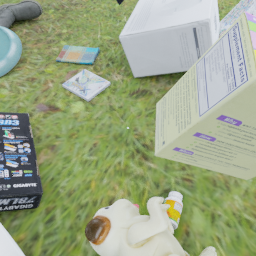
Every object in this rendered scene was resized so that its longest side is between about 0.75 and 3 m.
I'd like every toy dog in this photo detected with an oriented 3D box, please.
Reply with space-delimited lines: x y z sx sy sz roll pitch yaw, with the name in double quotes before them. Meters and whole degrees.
"toy dog" 0.253 2.294 5.286 2.200 1.535 2.133 34 92 25

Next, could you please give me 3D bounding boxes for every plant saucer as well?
"plant saucer" -5.123 -2.779 9.966 2.568 0.352 2.568 0 63 1

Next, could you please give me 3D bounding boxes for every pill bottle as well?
"pill bottle" -3.071 2.904 4.407 1.659 1.659 2.956 36 57 28
"pill bottle" 0.974 1.810 6.223 0.422 0.422 0.761 15 49 13

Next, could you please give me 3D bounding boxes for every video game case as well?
"video game case" -1.389 -1.455 9.372 1.203 0.132 1.096 30 54 25
"video game case" 3.586 -3.375 9.554 0.312 2.633 2.396 32 44 -16

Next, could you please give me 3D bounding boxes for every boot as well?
"boot" -4.922 -4.383 11.516 2.235 0.892 2.458 -4 39 16

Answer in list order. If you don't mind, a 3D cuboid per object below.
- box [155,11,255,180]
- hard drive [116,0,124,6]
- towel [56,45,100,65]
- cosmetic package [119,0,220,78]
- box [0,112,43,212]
"box" 1.756 -0.218 4.176 1.939 2.204 1.066 16 59 -18
"hard drive" 0.234 -4.378 7.855 0.373 1.189 1.763 34 62 -18
"towel" -1.865 -2.767 10.547 1.443 0.157 1.059 7 47 6
"cosmetic package" 1.545 -3.294 9.499 2.782 1.710 2.773 -1 45 24
"box" -3.562 0.668 6.467 2.731 0.678 2.710 2 41 -31
